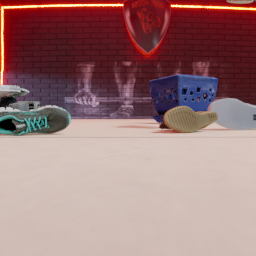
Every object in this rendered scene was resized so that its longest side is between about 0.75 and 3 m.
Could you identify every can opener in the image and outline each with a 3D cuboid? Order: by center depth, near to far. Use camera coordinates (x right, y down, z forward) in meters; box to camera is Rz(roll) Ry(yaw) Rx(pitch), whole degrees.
[{"bbox_3d":[-3.088,-0.214,5.579,2.906,0.972,0.775,-14,-5,31],"label":"can opener"}]

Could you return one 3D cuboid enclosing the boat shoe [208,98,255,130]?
[{"bbox_3d":[2.644,-0.239,6.437,1.912,0.703,0.625,10,-4,-11],"label":"boat shoe"}]

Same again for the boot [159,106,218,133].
[{"bbox_3d":[0.983,-0.078,5.657,1.377,0.498,1.145,-3,-9,-33],"label":"boot"}]

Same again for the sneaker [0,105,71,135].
[{"bbox_3d":[-1.594,-0.058,4.503,1.314,0.510,0.599,-4,18,-1],"label":"sneaker"}]

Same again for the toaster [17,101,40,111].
[{"bbox_3d":[-4.486,-0.707,12.480,1.135,1.026,0.673,-1,2,-16],"label":"toaster"}]

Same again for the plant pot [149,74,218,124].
[{"bbox_3d":[2.343,-1.162,12.172,2.187,1.966,2.187,0,2,-29],"label":"plant pot"}]

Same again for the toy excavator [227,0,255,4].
[{"bbox_3d":[2.476,-3.089,5.786,2.165,1.112,2.226,-4,19,-30],"label":"toy excavator"}]
